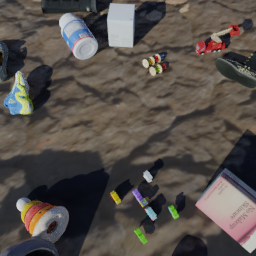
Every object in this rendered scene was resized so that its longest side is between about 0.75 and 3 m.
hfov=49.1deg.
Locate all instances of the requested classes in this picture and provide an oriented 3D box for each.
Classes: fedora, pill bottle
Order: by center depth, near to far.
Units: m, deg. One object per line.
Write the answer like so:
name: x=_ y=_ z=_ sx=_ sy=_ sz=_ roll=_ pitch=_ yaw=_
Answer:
fedora: x=-2.962 y=4.108 z=7.272 sx=1.168 sy=2.288 sz=2.587 roll=1 pitch=56 yaw=35
pill bottle: x=-2.218 y=-4.047 z=12.207 sx=1.139 sy=1.139 sz=2.030 roll=-25 pitch=62 yaw=-14

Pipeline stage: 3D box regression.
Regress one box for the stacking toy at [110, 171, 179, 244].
stacking toy: x=0.520 y=2.460 z=8.941 sx=1.425 sy=0.444 sz=1.890 roll=-31 pitch=67 yaw=-15

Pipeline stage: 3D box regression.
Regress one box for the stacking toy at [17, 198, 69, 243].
stacking toy: x=-2.821 y=2.656 z=8.532 sx=1.767 sy=1.291 sz=1.291 roll=22 pitch=61 yaw=29

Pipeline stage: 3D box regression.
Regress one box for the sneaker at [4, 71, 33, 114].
sneaker: x=-4.383 y=-1.353 z=10.901 sx=1.029 sy=0.742 sz=1.958 roll=-17 pitch=63 yaw=-9

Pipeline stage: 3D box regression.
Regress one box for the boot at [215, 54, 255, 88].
boot: x=4.732 y=-2.619 z=11.670 sx=1.917 sy=0.692 sz=1.448 roll=34 pitch=63 yaw=12

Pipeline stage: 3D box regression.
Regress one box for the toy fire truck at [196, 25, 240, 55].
toy fire truck: x=3.746 y=-3.698 z=11.823 sx=1.649 sy=1.163 sz=0.402 roll=-11 pitch=67 yaw=2

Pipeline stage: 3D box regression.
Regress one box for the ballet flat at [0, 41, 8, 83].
ballet flat: x=-5.540 y=-3.016 z=11.813 sx=0.837 sy=0.791 sz=2.482 roll=-13 pitch=61 yaw=-5

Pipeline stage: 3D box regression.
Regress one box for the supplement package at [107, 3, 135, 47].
supplement package: x=-0.274 y=-4.473 z=12.267 sx=1.096 sy=1.444 sz=1.088 roll=4 pitch=60 yaw=2

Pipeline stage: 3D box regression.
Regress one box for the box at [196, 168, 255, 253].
box: x=3.206 y=2.356 z=8.240 sx=1.954 sy=1.065 sz=1.249 roll=40 pitch=110 yaw=17

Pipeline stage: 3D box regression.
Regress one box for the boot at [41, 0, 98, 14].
boot: x=-2.845 y=-6.559 z=13.855 sx=2.684 sy=0.881 sz=2.212 roll=-2 pitch=58 yaw=4

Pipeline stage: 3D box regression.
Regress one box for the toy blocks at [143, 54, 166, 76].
toy blocks: x=1.273 y=-2.734 z=11.891 sx=1.040 sy=0.378 sz=0.867 roll=-29 pitch=69 yaw=-27
